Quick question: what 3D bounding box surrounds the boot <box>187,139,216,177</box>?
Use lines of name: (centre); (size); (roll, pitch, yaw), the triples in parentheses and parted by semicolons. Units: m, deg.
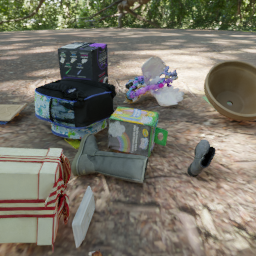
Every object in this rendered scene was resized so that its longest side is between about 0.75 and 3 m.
boot: (2.242, 0.739, 8.025); (0.479, 0.903, 1.372); (28, 56, 0)

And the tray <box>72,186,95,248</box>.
tray: (-0.931, 1.919, 6.175); (0.142, 0.686, 1.278); (1, 25, 8)

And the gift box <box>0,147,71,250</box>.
gift box: (-2.110, 1.452, 5.826); (1.767, 1.746, 1.892); (3, 18, -10)

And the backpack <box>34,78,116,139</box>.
backpack: (-2.075, -0.761, 10.412); (2.620, 1.926, 2.398); (16, 25, 26)

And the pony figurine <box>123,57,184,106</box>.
pony figurine: (1.340, -2.135, 13.658); (2.778, 2.396, 2.877); (-22, 11, 39)

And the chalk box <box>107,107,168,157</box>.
chalk box: (0.390, 0.124, 9.391); (1.893, 1.178, 1.172); (11, 27, 10)

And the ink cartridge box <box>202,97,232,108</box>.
ink cartridge box: (4.682, -1.386, 13.540); (1.564, 0.515, 2.150); (-3, 27, -5)

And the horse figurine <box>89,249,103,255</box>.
horse figurine: (-0.621, 2.661, 5.012); (0.726, 0.273, 1.095); (2, 13, -31)

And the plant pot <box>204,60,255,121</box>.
plant pot: (4.506, -1.372, 11.841); (2.865, 1.322, 2.865); (2, 60, -4)

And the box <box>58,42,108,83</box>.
box: (-1.852, -2.120, 12.204); (1.541, 2.906, 1.777); (7, 26, 16)

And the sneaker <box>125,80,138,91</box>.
sneaker: (0.224, -2.413, 15.768); (0.653, 0.575, 1.465); (7, 17, 30)

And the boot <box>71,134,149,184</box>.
boot: (-0.441, 0.857, 8.385); (2.100, 0.762, 1.909); (-3, 38, 10)

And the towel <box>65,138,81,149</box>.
towel: (-1.894, 0.501, 9.949); (0.377, 0.079, 0.876); (-19, 31, -34)

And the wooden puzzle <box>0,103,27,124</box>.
wooden puzzle: (-5.412, -0.574, 11.921); (1.812, 0.420, 1.679); (-3, 24, 5)
